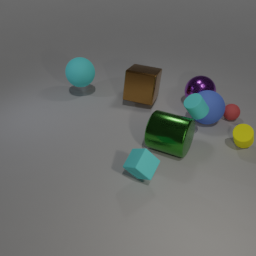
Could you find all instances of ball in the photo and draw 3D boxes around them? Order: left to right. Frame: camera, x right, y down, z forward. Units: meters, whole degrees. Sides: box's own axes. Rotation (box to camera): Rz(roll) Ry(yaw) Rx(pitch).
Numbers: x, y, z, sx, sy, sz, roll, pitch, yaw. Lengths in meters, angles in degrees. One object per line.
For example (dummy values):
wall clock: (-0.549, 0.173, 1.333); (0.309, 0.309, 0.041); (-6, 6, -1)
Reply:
ball: (-2.276, -2.656, 13.368); (1.400, 1.400, 1.400); (0, 33, 0)
ball: (3.290, -1.683, 12.767); (1.400, 1.400, 1.400); (0, 33, 0)
ball: (3.264, -0.849, 11.526); (1.400, 1.400, 1.400); (0, 33, 0)
ball: (4.389, -0.678, 11.878); (0.700, 0.700, 0.700); (0, 33, 0)

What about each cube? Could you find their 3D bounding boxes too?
cube: (0.412, 1.103, 8.593); (0.700, 0.700, 0.700); (-6, 48, 55)
cube: (0.677, -2.028, 12.907); (1.400, 1.400, 1.400); (13, 27, 12)

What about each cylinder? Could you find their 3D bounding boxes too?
cylinder: (1.492, 0.194, 9.913); (1.400, 1.400, 1.400); (16, 37, 24)
cylinder: (2.488, -0.782, 10.195); (0.700, 0.700, 0.700); (-25, 41, 24)
cylinder: (4.169, 0.295, 10.118); (0.700, 0.700, 0.700); (-10, 64, 20)
